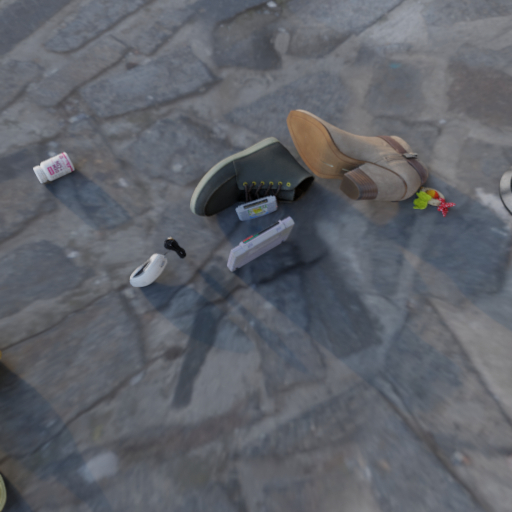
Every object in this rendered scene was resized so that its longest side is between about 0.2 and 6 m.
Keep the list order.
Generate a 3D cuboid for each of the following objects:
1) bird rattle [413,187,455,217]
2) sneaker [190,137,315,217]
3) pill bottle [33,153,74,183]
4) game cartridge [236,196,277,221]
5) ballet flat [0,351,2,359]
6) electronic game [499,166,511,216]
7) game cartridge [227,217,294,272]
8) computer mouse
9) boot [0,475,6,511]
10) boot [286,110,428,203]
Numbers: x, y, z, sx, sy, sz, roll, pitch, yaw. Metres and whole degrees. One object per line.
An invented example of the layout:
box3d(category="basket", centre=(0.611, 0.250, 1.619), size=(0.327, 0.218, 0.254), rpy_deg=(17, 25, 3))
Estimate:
box3d(category="bird rattle", centre=(3.456, -1.124, 10.880), size=(0.771, 0.434, 0.629), rpy_deg=(8, 42, 1))
box3d(category="sneaker", centre=(-0.037, -1.300, 10.671), size=(2.386, 0.892, 1.267), rpy_deg=(-38, 66, -22))
box3d(category="pill bottle", centre=(-4.064, -1.756, 11.248), size=(0.701, 0.397, 0.397), rpy_deg=(-30, 63, -17))
box3d(category="game cartridge", centre=(0.020, -0.889, 10.618), size=(0.769, 0.513, 0.156), rpy_deg=(-18, 75, 2))
box3d(category="ballet flat", centre=(-5.213, 1.333, 9.245), size=(2.325, 0.798, 0.733), rpy_deg=(28, 34, 14))
box3d(category="electronic game", centre=(5.651, -1.207, 10.918), size=(1.738, 0.362, 1.738), rpy_deg=(-3, 59, 5))
box3d(category="game cartridge", centre=(0.071, -0.218, 10.033), size=(1.265, 0.820, 0.243), rpy_deg=(-30, 72, -18))
box3d(category="computer mouse", centre=(-1.747, 0.187, 9.948), size=(1.113, 0.610, 0.244), rpy_deg=(-45, 59, -8))
box3d(category="boot", centre=(-4.666, 2.568, 7.583), size=(2.602, 2.012, 0.938), rpy_deg=(36, 65, 20))
box3d(category="boot", centre=(2.066, -2.054, 11.048), size=(1.937, 0.931, 2.649), rpy_deg=(-21, 66, -32))
